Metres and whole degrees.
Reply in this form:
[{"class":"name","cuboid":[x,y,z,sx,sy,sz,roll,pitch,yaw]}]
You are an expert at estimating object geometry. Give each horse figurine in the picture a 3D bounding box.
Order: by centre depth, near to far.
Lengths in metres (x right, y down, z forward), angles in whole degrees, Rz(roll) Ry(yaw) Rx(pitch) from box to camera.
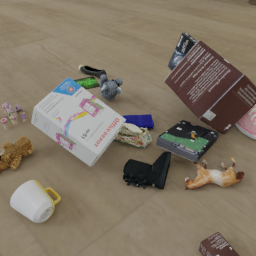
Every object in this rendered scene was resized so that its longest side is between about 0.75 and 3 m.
[{"class":"horse figurine","cuboid":[2.871,1.486,9.161,2.021,0.504,1.339,6,38,7]}]

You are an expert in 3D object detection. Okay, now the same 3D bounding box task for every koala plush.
[{"class":"koala plush","cuboid":[-0.755,-1.763,12.585,1.084,1.124,1.223,11,9,-15]}]

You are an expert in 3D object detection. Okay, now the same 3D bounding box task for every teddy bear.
[{"class":"teddy bear","cuboid":[-4.151,1.007,9.858,1.236,0.569,1.705,14,47,29]}]

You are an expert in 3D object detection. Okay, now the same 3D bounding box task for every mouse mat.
[{"class":"mouse mat","cuboid":[-2.323,-2.282,14.461,1.505,0.057,1.211,-14,39,-19]}]

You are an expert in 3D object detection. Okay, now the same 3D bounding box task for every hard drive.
[{"class":"hard drive","cuboid":[2.226,0.405,10.234,1.565,0.424,2.240,22,27,26]}]

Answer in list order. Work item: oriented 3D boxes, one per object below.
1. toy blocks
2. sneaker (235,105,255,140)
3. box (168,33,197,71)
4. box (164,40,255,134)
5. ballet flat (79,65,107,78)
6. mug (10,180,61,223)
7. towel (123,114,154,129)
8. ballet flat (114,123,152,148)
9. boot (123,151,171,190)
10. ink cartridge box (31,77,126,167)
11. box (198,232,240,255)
[{"class":"toy blocks","cuboid":[-4.900,-0.729,11.675,1.143,0.962,1.068,-28,45,-31]},{"class":"sneaker","cuboid":[4.914,-0.719,11.308,1.027,1.426,2.728,-9,39,-16]},{"class":"box","cuboid":[2.414,-3.015,11.938,0.357,1.638,1.312,1,41,-27]},{"class":"box","cuboid":[3.241,-1.538,10.829,2.125,2.104,2.562,23,26,-45]},{"class":"ballet flat","cuboid":[-1.906,-3.161,15.193,1.906,0.541,0.633,23,43,27]},{"class":"mug","cuboid":[-2.563,2.097,8.057,0.995,0.970,1.212,32,53,24]},{"class":"towel","cuboid":[0.411,-0.233,11.609,1.275,0.316,0.941,-1,31,-1]},{"class":"ballet flat","cuboid":[-0.266,0.069,10.724,2.462,0.787,0.931,11,47,15]},{"class":"boot","cuboid":[0.654,1.300,9.349,1.387,0.626,1.693,10,41,15]},{"class":"ink cartridge box","cuboid":[-1.624,-0.220,9.505,2.554,1.081,1.846,37,53,-1]},{"class":"box","cuboid":[2.377,3.262,6.895,0.616,0.461,1.231,-19,43,-23]}]
